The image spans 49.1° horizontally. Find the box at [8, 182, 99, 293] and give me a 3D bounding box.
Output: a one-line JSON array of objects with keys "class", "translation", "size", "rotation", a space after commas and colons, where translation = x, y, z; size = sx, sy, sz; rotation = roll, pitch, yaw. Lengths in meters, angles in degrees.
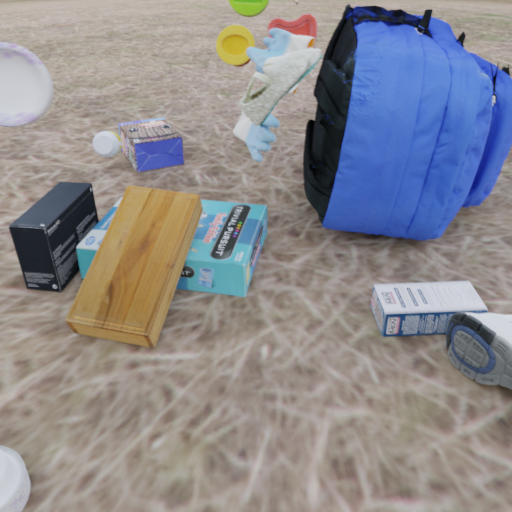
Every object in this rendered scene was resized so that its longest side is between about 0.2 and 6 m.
[{"class": "box", "translation": [-3.634, -0.406, 10.399], "size": [0.738, 1.322, 1.873], "rotation": [6, 32, 8]}]

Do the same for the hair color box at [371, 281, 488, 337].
[{"class": "hair color box", "translation": [2.780, 0.853, 9.137], "size": [1.642, 0.497, 0.821], "rotation": [-2, 32, -2]}]

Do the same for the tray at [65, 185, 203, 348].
[{"class": "tray", "translation": [-1.943, 0.072, 9.335], "size": [1.369, 0.514, 2.777], "rotation": [8, 58, 11]}]

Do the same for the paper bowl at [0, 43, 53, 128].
[{"class": "paper bowl", "translation": [-3.956, -2.720, 9.021], "size": [1.281, 1.281, 0.666], "rotation": [-8, 13, -12]}]

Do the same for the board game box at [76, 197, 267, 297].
[{"class": "board game box", "translation": [-1.486, -0.312, 10.818], "size": [3.083, 0.724, 2.328], "rotation": [5, 32, 9]}]

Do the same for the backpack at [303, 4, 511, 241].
[{"class": "backpack", "translation": [3.154, -2.829, 11.676], "size": [4.274, 4.139, 5.094], "rotation": [7, 31, 7]}]

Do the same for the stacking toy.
[{"class": "stacking toy", "translation": [0.281, -5.128, 12.466], "size": [2.185, 1.978, 0.923], "rotation": [4, 5, 6]}]

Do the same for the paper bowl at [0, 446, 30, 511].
[{"class": "paper bowl", "translation": [-3.141, 2.587, 6.291], "size": [1.063, 0.553, 1.063], "rotation": [0, 30, 0]}]

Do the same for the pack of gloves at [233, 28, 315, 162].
[{"class": "pack of gloves", "translation": [0.030, -2.806, 9.415], "size": [0.483, 2.056, 2.447], "rotation": [15, 20, -21]}]

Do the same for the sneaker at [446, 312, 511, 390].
[{"class": "sneaker", "translation": [4.015, 1.584, 7.432], "size": [1.349, 1.154, 3.097], "rotation": [-10, 33, -24]}]

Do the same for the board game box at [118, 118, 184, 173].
[{"class": "board game box", "translation": [-2.839, -3.015, 15.109], "size": [1.326, 0.805, 1.663], "rotation": [-14, 35, -22]}]

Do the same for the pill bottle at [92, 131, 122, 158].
[{"class": "pill bottle", "translation": [-3.220, -2.411, 12.102], "size": [0.554, 0.554, 0.990], "rotation": [-3, 12, -5]}]

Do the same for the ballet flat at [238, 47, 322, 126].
[{"class": "ballet flat", "translation": [0.228, -2.371, 7.710], "size": [0.614, 0.614, 1.710], "rotation": [-23, -6, -32]}]
